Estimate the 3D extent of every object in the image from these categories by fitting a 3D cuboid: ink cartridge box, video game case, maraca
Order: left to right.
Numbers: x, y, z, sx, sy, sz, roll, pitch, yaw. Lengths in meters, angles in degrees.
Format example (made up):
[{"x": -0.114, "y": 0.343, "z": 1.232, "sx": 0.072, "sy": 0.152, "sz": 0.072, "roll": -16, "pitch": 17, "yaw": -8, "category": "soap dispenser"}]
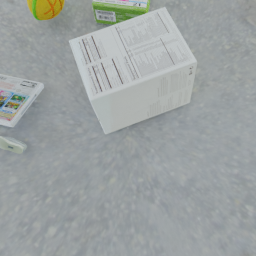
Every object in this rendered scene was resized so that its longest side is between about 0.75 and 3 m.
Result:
[{"x": -3.679, "y": -0.876, "z": 8.140, "sx": 1.867, "sy": 0.221, "sz": 1.699, "roll": 13, "pitch": 52, "yaw": 13, "category": "video game case"}, {"x": -2.577, "y": -4.299, "z": 9.227, "sx": 1.086, "sy": 1.392, "sz": 2.030, "roll": 28, "pitch": 39, "yaw": -1, "category": "maraca"}, {"x": -0.100, "y": -4.847, "z": 9.700, "sx": 1.815, "sy": 0.930, "sz": 2.456, "roll": 9, "pitch": 74, "yaw": 5, "category": "ink cartridge box"}]

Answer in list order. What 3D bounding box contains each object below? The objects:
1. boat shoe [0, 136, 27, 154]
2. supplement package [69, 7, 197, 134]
[{"x": -3.308, "y": 0.441, "z": 7.914, "sx": 0.949, "sy": 0.331, "sz": 0.338, "roll": 21, "pitch": 24, "yaw": 6, "category": "boat shoe"}, {"x": 0.150, "y": -1.510, "z": 7.799, "sx": 2.709, "sy": 2.056, "sz": 2.041, "roll": -21, "pitch": 65, "yaw": -3, "category": "supplement package"}]
